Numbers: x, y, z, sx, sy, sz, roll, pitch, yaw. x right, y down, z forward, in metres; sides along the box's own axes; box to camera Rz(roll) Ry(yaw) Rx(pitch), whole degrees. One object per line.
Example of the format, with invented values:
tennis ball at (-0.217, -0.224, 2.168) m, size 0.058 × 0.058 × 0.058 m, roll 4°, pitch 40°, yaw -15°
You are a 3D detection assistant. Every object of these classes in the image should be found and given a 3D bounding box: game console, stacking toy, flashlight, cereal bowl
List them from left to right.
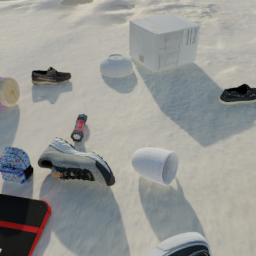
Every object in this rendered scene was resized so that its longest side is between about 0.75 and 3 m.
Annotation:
stacking toy at (-5.030, -1.279, 9.692) m, size 2.395 × 1.023 × 1.023 m, roll 3°, pitch 37°, yaw 16°
game console at (-2.512, 2.025, 5.828) m, size 1.545 × 0.240 × 1.366 m, roll 6°, pitch 43°, yaw 9°
flashlight at (-1.428, -0.037, 8.399) m, size 0.374 × 0.375 × 1.105 m, roll 26°, pitch 34°, yaw -13°
cereal bowl at (-0.493, -2.698, 11.718) m, size 1.417 × 0.590 × 1.417 m, roll 0°, pitch 37°, yaw 0°

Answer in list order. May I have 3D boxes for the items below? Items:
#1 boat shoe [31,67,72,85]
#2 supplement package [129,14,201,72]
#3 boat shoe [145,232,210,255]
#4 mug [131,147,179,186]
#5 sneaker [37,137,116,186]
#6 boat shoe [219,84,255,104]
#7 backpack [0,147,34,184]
boat shoe at (-2.984, -2.036, 10.850) m, size 1.543 × 0.566 × 0.575 m, roll -8°, pitch 38°, yaw -10°
supplement package at (1.530, -3.794, 12.267) m, size 2.234 × 1.643 × 2.136 m, roll -19°, pitch 41°, yaw -23°
boat shoe at (0.288, 2.656, 4.329) m, size 2.746 × 0.943 × 0.777 m, roll -25°, pitch 30°, yaw -19°
mug at (0.694, 0.869, 6.929) m, size 0.971 × 0.817 × 1.107 m, roll 12°, pitch 8°, yaw 36°
sneaker at (-1.255, 0.986, 6.790) m, size 2.220 × 0.821 × 0.880 m, roll 16°, pitch 49°, yaw 30°
boat shoe at (4.030, -1.274, 9.846) m, size 1.706 × 0.566 × 0.637 m, roll -8°, pitch 38°, yaw -10°
backpack at (-2.754, 0.879, 6.797) m, size 0.751 × 0.822 × 0.553 m, roll 10°, pitch 38°, yaw 11°
